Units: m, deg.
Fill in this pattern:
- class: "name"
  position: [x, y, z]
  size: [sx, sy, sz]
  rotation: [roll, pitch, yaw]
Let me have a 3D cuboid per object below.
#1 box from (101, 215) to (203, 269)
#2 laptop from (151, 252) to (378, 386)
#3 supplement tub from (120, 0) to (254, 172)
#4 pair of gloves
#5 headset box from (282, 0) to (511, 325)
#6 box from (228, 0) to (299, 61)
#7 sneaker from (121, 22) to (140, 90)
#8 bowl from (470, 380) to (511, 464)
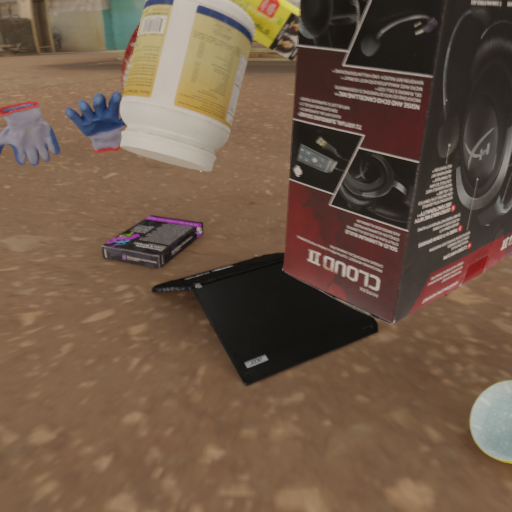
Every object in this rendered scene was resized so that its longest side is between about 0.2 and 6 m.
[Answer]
- class: "box"
  position: [-1.813, -0.285, 10.015]
  size: [1.149, 0.290, 1.608]
  rotation: [9, 25, 21]
- class: "laptop"
  position: [0.036, 0.733, 8.035]
  size: [2.202, 1.283, 2.484]
  rotation: [-15, 3, -30]
- class: "supplement tub"
  position: [-0.940, -2.245, 7.346]
  size: [1.468, 2.033, 1.468]
  rotation: [15, 3, -1]
- class: "pair of gloves"
  position: [-2.726, -1.762, 7.984]
  size: [2.092, 0.238, 1.682]
  rotation: [-16, -12, -16]
- class: "headset box"
  position: [1.833, -1.363, 5.675]
  size: [2.910, 3.910, 1.510]
  rotation: [-20, 34, -39]
- class: "box"
  position: [-0.034, -4.256, 9.716]
  size: [2.124, 0.799, 0.532]
  rotation: [19, 36, -32]
- class: "sneaker"
  position: [-1.796, -4.194, 11.003]
  size: [1.115, 2.715, 1.057]
  rotation: [27, 37, -28]
- class: "bowl"
  position: [2.591, 1.687, 5.520]
  size: [0.438, 0.815, 0.815]
  rotation: [38, 7, -31]
